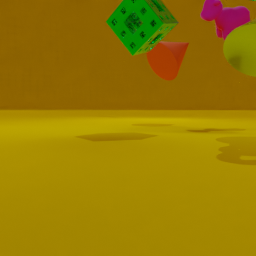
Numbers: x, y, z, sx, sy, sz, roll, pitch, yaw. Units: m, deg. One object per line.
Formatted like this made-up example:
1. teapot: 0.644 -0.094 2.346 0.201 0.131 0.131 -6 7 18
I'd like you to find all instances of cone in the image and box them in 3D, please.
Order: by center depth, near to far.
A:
1. cone: 2.922 -2.061 5.892 1.395 1.400 1.395 24 -24 12
2. cone: 1.868 -2.980 11.010 1.627 1.621 1.621 -38 21 -23

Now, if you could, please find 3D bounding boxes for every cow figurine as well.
1. cow figurine: 3.069 -3.541 8.737 1.530 1.505 0.840 -19 32 0

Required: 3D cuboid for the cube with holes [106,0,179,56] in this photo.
1. cube with holes: 0.364 -2.590 6.857 1.061 1.061 1.061 -39 -3 35
